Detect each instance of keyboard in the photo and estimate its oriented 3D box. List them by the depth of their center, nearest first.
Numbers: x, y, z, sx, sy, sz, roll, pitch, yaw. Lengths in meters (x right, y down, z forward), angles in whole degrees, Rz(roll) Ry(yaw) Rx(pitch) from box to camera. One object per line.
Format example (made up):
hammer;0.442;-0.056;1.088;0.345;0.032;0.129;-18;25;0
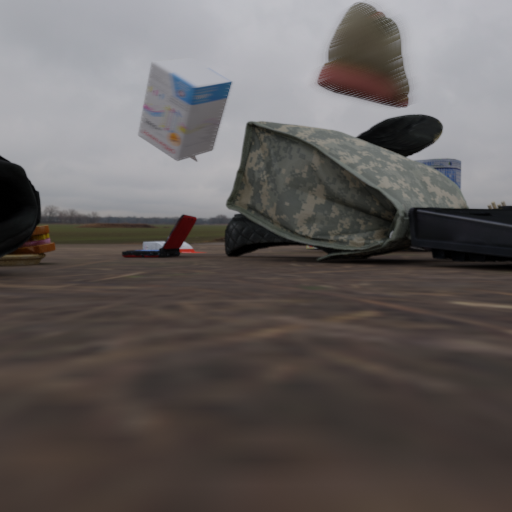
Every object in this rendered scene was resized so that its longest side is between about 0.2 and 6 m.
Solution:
keyboard;3.452;-0.178;5.617;4.011;0.515;2.409;0;11;-24

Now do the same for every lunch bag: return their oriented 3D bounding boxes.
lunch bag;1.138;-0.667;6.573;2.259;1.328;1.853;29;24;34

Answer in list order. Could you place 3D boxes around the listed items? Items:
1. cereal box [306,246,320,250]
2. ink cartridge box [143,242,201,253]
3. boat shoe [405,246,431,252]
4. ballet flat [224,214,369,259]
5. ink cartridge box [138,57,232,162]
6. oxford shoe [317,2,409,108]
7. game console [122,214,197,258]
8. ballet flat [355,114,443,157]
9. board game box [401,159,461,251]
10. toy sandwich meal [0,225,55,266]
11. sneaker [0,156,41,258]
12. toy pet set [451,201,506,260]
cereal box;2.775;-0.400;15.749;2.320;0.459;1.669;1;2;29
ink cartridge box;-1.682;-0.179;11.649;1.065;0.304;0.866;-4;-2;37
boat shoe;3.915;-0.350;12.435;1.580;0.568;0.512;6;-5;-15
ballet flat;0.598;-0.174;8.067;2.356;0.669;0.783;8;-3;31
ink cartridge box;-1.288;-2.479;9.808;1.019;1.585;0.993;35;37;21
oxford shoe;1.996;-3.185;9.077;1.253;1.330;3.556;18;18;13
game console;-1.415;-0.288;8.320;0.910;0.627;1.056;0;1;5
ballet flat;2.415;-2.095;11.132;2.633;0.875;0.748;-22;-25;3
board game box;3.424;-1.554;13.691;2.879;2.877;0.888;0;1;35
toy sandwich meal;-2.596;-0.109;5.517;1.182;0.405;1.182;0;1;0
sneaker;-2.520;-0.366;3.039;1.503;1.037;2.702;-9;-10;33
toy pet set;2.668;-0.155;6.926;1.147;0.609;1.071;-33;17;-18
